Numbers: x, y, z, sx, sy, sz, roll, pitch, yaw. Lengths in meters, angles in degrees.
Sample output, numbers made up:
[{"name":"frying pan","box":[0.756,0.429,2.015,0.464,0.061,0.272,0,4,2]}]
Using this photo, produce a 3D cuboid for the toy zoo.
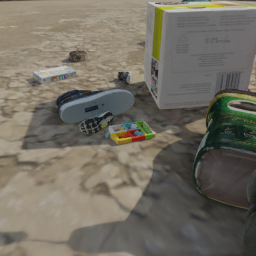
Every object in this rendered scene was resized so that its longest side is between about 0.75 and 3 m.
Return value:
[{"name":"toy zoo","box":[0.008,0.104,6.829,1.141,0.117,0.748,-10,31,-18]}]

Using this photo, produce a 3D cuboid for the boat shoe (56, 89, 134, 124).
[{"name":"boat shoe","box":[-0.931,-0.785,7.756,2.092,0.740,0.950,-13,36,-19]}]

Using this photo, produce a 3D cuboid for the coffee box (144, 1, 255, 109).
[{"name":"coffee box","box":[2.034,-2.391,8.663,2.669,2.673,2.644,-4,29,-7]}]

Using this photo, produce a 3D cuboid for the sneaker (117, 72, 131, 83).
[{"name":"sneaker","box":[-0.138,-1.828,10.110,0.502,0.333,0.883,1,23,3]}]

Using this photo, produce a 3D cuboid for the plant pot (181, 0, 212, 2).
[{"name":"plant pot","box":[3.760,-5.808,15.466,2.405,2.405,2.356,3,37,6]}]

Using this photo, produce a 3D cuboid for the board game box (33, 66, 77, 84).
[{"name":"board game box","box":[-2.748,-2.014,10.520,1.363,0.233,0.917,-20,35,-31]}]

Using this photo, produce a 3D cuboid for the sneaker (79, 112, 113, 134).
[{"name":"sneaker","box":[-0.830,-0.118,7.074,0.424,0.412,1.064,0,17,42]}]

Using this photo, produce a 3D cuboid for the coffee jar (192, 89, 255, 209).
[{"name":"coffee jar","box":[2.190,0.201,5.502,1.469,1.202,2.816,14,32,15]}]

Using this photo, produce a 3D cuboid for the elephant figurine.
[{"name":"elephant figurine","box":[2.147,0.899,3.571,1.333,1.883,1.461,6,30,10]}]

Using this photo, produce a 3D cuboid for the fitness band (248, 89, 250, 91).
[{"name":"fitness band","box":[3.956,-1.785,8.039,0.439,2.348,1.687,-4,63,-21]}]

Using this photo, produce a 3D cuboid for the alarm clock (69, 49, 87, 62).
[{"name":"alarm clock","box":[-2.231,-3.223,12.582,0.795,0.392,1.179,-5,33,-9]}]
